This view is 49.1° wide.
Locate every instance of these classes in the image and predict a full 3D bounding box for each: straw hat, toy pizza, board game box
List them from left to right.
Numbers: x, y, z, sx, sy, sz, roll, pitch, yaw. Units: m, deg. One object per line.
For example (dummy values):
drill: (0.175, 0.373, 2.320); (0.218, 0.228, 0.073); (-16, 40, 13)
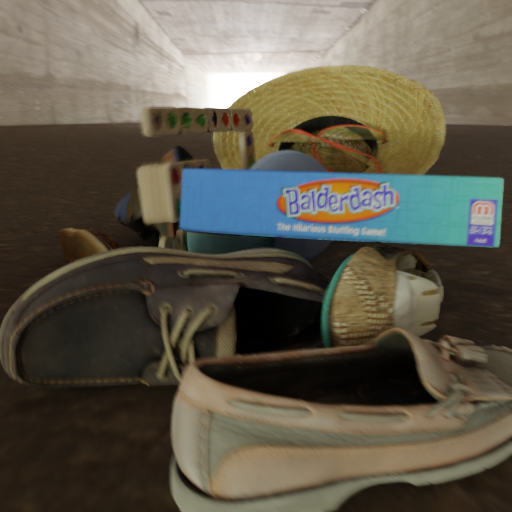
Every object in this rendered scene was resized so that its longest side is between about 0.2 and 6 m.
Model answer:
toy pizza: (0.511, -0.749, 8.562); (1.705, 1.705, 0.270); (-7, 1, -23)
straw hat: (1.415, -1.758, 11.164); (4.666, 1.975, 4.666); (-6, 45, 6)
board game box: (0.987, -0.533, 6.610); (3.143, 0.707, 2.390); (4, 3, 11)

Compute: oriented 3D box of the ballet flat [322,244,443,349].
ballet flat: (1.381, 0.354, 5.612); (0.931, 1.006, 2.852); (3, 13, 19)

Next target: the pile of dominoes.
pile of dominoes: (-0.516, -0.928, 7.880); (0.471, 2.305, 2.957); (0, 13, 28)

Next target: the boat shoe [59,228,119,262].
boat shoe: (-2.305, -0.104, 8.150); (0.656, 0.658, 1.823); (-11, 14, -32)

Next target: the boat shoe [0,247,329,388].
boat shoe: (-0.562, 0.538, 5.017); (3.169, 1.180, 1.162); (-11, 20, -28)

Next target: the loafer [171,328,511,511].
loafer: (0.884, 0.964, 3.902); (3.022, 0.950, 1.086); (-8, 18, -25)

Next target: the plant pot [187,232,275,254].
plant pot: (-0.332, 0.101, 7.031); (1.108, 0.746, 1.108); (3, 3, 0)

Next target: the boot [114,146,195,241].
boot: (-1.513, -0.487, 9.031); (1.436, 1.106, 2.962); (-33, 35, 18)
